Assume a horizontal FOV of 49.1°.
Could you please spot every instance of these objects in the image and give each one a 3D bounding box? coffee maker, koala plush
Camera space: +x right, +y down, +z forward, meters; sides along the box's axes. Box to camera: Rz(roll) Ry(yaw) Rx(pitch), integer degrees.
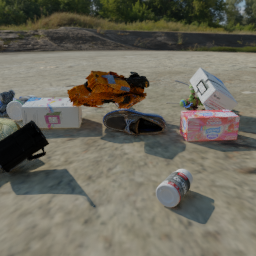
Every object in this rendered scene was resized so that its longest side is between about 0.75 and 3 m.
[{"bbox_3d":[-2.457,0.366,6.250,1.140,1.095,0.768,-37,66,-17],"label":"coffee maker"},{"bbox_3d":[-4.577,-0.959,10.647,0.862,0.938,0.832,10,21,26],"label":"koala plush"}]

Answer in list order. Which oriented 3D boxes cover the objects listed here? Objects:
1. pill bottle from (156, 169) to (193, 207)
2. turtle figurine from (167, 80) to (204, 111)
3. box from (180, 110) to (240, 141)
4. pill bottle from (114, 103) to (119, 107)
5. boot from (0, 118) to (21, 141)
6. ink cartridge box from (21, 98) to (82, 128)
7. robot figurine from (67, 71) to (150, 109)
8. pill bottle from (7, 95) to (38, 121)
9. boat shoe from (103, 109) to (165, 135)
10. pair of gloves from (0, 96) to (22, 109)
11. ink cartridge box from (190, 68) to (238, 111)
[{"bbox_3d":[0.916,1.114,5.358,0.466,0.466,0.819,12,23,31],"label":"pill bottle"},{"bbox_3d":[2.622,-1.331,11.479,1.522,1.130,1.570,-4,23,-22],"label":"turtle figurine"},{"bbox_3d":[2.423,-0.091,8.432,1.559,0.738,0.800,-2,19,-6],"label":"box"},{"bbox_3d":[-0.411,-1.204,12.100,0.464,0.464,0.776,-7,19,-19],"label":"pill bottle"},{"bbox_3d":[-4.291,0.380,6.852,2.687,0.978,2.088,8,23,17],"label":"boot"},{"bbox_3d":[-2.539,-0.547,9.653,1.843,0.780,1.332,0,20,-6],"label":"ink cartridge box"},{"bbox_3d":[-0.520,-1.204,9.601,2.828,0.823,2.050,1,-21,-47],"label":"robot figurine"},{"bbox_3d":[-3.862,-0.794,10.484,0.740,0.740,1.308,3,18,9],"label":"pill bottle"},{"bbox_3d":[0.190,-0.172,8.729,1.983,0.716,0.718,0,21,0],"label":"boat shoe"},{"bbox_3d":[-5.465,-1.026,11.818,2.357,0.268,1.895,-21,28,-41],"label":"pair of gloves"},{"bbox_3d":[3.139,-1.211,10.156,1.191,0.697,2.054,23,33,-25],"label":"ink cartridge box"}]
